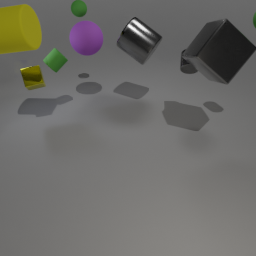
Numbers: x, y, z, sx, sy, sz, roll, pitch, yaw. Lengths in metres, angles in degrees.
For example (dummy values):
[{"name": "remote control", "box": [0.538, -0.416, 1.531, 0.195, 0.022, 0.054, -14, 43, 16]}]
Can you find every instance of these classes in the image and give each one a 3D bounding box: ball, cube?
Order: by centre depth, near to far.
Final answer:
[{"name": "cube", "box": [2.849, -2.419, 8.964, 1.400, 1.400, 1.400, 36, 8, -15]}, {"name": "cube", "box": [-3.602, -1.902, 10.680, 0.700, 0.700, 0.700, -16, -1, -10]}, {"name": "ball", "box": [-1.740, -3.760, 11.758, 1.400, 1.400, 1.400, 0, 33, 0]}, {"name": "ball", "box": [-2.132, -5.197, 12.190, 0.700, 0.700, 0.700, 0, 33, 0]}]

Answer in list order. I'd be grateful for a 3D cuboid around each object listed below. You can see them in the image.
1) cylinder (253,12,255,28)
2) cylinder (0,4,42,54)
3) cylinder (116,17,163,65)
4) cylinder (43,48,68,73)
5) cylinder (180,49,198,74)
[{"name": "cylinder", "box": [4.388, -3.406, 8.662, 0.700, 0.700, 0.700, -11, 14, -16]}, {"name": "cylinder", "box": [-3.775, -3.197, 9.141, 1.400, 1.400, 1.400, -4, 32, 9]}, {"name": "cylinder", "box": [0.472, -3.586, 11.612, 1.400, 1.400, 1.400, 37, 39, -1]}, {"name": "cylinder", "box": [-2.895, -2.707, 11.203, 0.700, 0.700, 0.700, -46, 41, 3]}, {"name": "cylinder", "box": [2.320, -2.495, 10.493, 0.700, 0.700, 0.700, 5, 72, 7]}]
